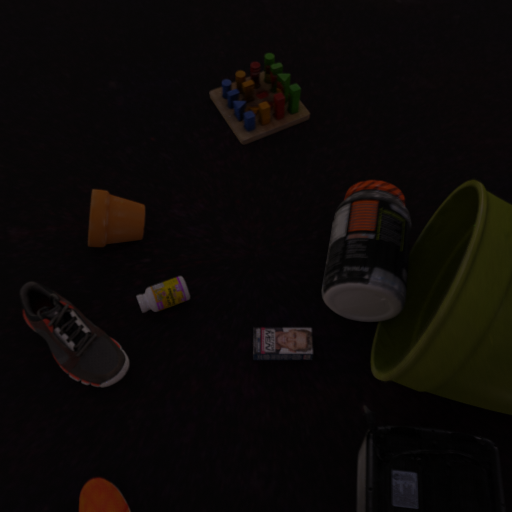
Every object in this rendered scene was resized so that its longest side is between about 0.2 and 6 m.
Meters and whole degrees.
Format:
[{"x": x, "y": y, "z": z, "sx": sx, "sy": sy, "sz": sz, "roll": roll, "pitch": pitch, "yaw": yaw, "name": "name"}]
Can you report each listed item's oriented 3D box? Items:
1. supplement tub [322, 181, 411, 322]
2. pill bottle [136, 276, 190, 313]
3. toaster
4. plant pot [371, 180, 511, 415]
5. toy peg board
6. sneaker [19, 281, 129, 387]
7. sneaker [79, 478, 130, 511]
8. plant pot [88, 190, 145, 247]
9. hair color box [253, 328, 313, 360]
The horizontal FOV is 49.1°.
[{"x": 1.875, "y": -0.113, "z": 9.333, "sx": 1.323, "sy": 1.323, "sz": 2.160, "roll": 11, "pitch": 58, "yaw": 6, "name": "supplement tub"}, {"x": -1.560, "y": 0.670, "z": 9.379, "sx": 0.826, "sy": 0.430, "sz": 0.430, "roll": -20, "pitch": 61, "yaw": -12, "name": "pill bottle"}, {"x": 2.225, "y": 3.186, "z": 7.409, "sx": 1.781, "sy": 1.169, "sz": 1.969, "roll": 5, "pitch": 59, "yaw": 3, "name": "toaster"}, {"x": 3.680, "y": 0.975, "z": 7.941, "sx": 2.986, "sy": 3.102, "sz": 3.102, "roll": 26, "pitch": 61, "yaw": 3, "name": "plant pot"}, {"x": 0.058, "y": -3.372, "z": 11.643, "sx": 1.605, "sy": 0.788, "sz": 1.612, "roll": -24, "pitch": 61, "yaw": -14, "name": "toy peg board"}, {"x": -2.976, "y": 1.198, "z": 8.766, "sx": 2.248, "sy": 0.921, "sz": 0.866, "roll": 33, "pitch": 64, "yaw": 18, "name": "sneaker"}, {"x": -1.923, "y": 3.885, "z": 7.217, "sx": 0.750, "sy": 0.792, "sz": 2.054, "roll": -15, "pitch": 58, "yaw": -8, "name": "sneaker"}, {"x": -2.466, "y": -0.630, "z": 9.929, "sx": 0.920, "sy": 1.005, "sz": 1.005, "roll": 5, "pitch": 57, "yaw": -16, "name": "plant pot"}, {"x": 0.426, "y": 1.414, "z": 9.012, "sx": 0.943, "sy": 0.285, "sz": 0.472, "roll": 0, "pitch": 59, "yaw": 0, "name": "hair color box"}]
